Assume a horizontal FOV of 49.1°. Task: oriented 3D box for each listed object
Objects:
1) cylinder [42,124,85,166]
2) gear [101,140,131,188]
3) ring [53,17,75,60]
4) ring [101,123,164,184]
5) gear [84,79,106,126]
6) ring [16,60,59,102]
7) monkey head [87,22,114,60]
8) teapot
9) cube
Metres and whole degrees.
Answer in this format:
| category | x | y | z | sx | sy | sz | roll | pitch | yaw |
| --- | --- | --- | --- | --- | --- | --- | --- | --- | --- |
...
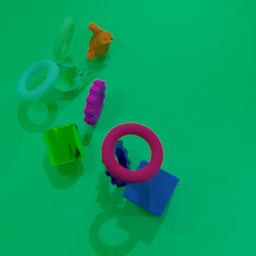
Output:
| category | x | y | z | sx | sy | sz | roll | pitch | yaw |
| --- | --- | --- | --- | --- | --- | --- | --- | --- | --- |
| cylinder | -1.676 | 0.445 | 7.338 | 0.914 | 0.914 | 0.914 | -15 | 87 | -8 |
| gear | -0.265 | 0.839 | 7.022 | 0.233 | 1.259 | 1.259 | -17 | 58 | 18 |
| ring | -1.999 | -2.775 | 8.750 | 0.274 | 1.371 | 1.371 | 20 | 61 | -7 |
| ring | 0.094 | 0.470 | 5.443 | 1.235 | 0.247 | 1.235 | 4 | 66 | -9 |
| gear | -0.926 | -0.717 | 7.958 | 0.238 | 1.289 | 1.289 | 15 | 61 | 5 |
| ring | -2.597 | -1.361 | 8.009 | 1.430 | 0.286 | 1.430 | -14 | 54 | 20 |
| monkey head | -1.036 | -2.897 | 9.296 | 1.016 | 0.851 | 1.412 | 39 | 40 | -18 |
| teapot | -1.916 | -1.639 | 8.756 | 1.608 | 1.000 | 0.788 | -7 | 35 | 2 |
| cube | 0.569 | 1.476 | 6.762 | 0.978 | 0.978 | 0.978 | 27 | 78 | 14 |
